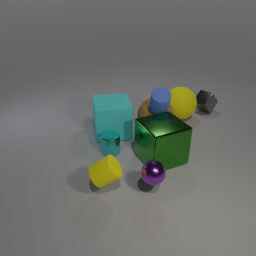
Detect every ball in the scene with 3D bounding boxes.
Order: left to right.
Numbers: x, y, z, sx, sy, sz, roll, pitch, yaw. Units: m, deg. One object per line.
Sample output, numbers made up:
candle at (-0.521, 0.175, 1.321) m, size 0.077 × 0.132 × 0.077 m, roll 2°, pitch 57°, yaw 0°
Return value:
ball at (0.714, 1.253, 7.844) m, size 0.700 × 0.700 × 0.700 m, roll 0°, pitch 29°, yaw 0°
ball at (1.069, -0.497, 10.838) m, size 1.400 × 1.400 × 1.400 m, roll 0°, pitch 29°, yaw 0°
ball at (2.247, -1.069, 12.084) m, size 1.400 × 1.400 × 1.400 m, roll 0°, pitch 29°, yaw 0°

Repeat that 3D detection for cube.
cube at (-0.626, -0.417, 10.925) m, size 1.400 × 1.400 × 1.400 m, roll -5°, pitch 30°, yaw -9°
cube at (1.129, 0.437, 9.415) m, size 1.400 × 1.400 × 1.400 m, roll -13°, pitch 32°, yaw -22°
cube at (3.497, -1.186, 12.648) m, size 0.700 × 0.700 × 0.700 m, roll 26°, pitch 79°, yaw 45°

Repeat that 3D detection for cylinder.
cylinder at (-0.633, 1.220, 7.868) m, size 0.700 × 0.700 × 0.700 m, roll -31°, pitch 25°, yaw 16°
cylinder at (-0.624, 0.546, 9.941) m, size 0.700 × 0.700 × 0.700 m, roll 0°, pitch 29°, yaw 0°
cylinder at (1.128, -0.948, 9.823) m, size 0.700 × 0.700 × 0.700 m, roll 1°, pitch 56°, yaw -2°
